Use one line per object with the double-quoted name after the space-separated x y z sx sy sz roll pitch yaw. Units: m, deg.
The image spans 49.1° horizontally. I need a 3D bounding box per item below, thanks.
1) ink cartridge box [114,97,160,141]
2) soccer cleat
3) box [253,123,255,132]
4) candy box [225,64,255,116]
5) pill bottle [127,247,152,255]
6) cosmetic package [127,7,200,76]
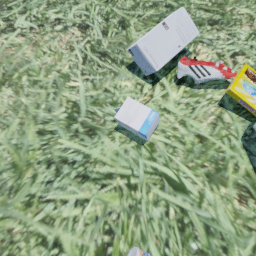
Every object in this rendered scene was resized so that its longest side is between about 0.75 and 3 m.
0.223 -0.293 8.060 1.193 0.767 0.747 31 81 15 "ink cartridge box"
2.484 -1.742 8.898 1.916 0.816 0.657 11 35 -5 "soccer cleat"
4.527 0.379 6.351 1.502 1.763 2.757 6 43 -20 "box"
4.107 -0.798 8.356 2.287 0.302 1.169 38 70 1 "candy box"
0.423 3.012 6.101 0.881 0.494 0.494 32 61 -14 "pill bottle"
1.166 -2.791 9.045 2.171 0.804 1.104 -45 106 -19 "cosmetic package"
